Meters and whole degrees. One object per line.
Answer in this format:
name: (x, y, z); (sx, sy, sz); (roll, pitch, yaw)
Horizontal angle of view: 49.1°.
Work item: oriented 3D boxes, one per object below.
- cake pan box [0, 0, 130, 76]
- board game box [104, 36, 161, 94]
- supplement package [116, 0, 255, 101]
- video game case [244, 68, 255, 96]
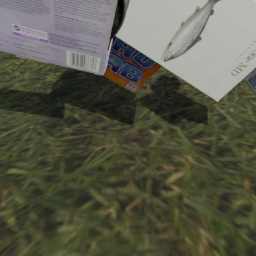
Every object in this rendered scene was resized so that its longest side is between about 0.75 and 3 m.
cake pan box: (-1.040, -1.526, 3.083); (2.115, 1.948, 0.553); (12, 65, -5)
board game box: (0.053, -2.241, 6.137); (1.792, 1.794, 1.793); (29, 60, -14)
supplement package: (0.849, -1.927, 4.194); (2.599, 1.519, 1.524); (30, 46, -9)
video game case: (2.990, -0.984, 5.522); (1.110, 1.218, 0.134); (-45, 33, 11)
